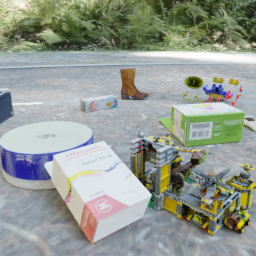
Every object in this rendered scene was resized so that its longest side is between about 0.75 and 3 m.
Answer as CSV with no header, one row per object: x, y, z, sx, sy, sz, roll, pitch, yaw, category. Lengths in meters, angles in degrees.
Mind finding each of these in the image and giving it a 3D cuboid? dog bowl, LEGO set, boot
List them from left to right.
-2.118,0.623,7.549,2.418,0.952,2.418,0,20,0,dog bowl
0.352,-2.370,14.912,1.537,1.633,0.559,2,14,9,boot
1.333,0.814,5.995,2.151,1.621,2.798,-15,24,-36,LEGO set

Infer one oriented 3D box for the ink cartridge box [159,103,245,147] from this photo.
2.495,-0.404,10.266,2.080,1.066,2.815,-4,21,-13,ink cartridge box

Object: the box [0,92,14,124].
-5.947,-0.769,11.245,1.900,1.115,1.868,2,20,1,box

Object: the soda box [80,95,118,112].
-1.357,-1.168,13.205,1.713,0.545,0.586,-12,23,-29,soda box

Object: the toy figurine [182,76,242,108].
4.334,-1.672,14.448,2.824,1.490,1.692,11,-6,22,toy figurine

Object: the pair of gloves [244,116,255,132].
4.295,-0.196,10.866,1.618,0.284,1.375,-1,20,0,pair of gloves

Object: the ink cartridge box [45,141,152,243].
-0.719,1.039,5.714,1.256,0.728,2.157,-15,44,-36,ink cartridge box
